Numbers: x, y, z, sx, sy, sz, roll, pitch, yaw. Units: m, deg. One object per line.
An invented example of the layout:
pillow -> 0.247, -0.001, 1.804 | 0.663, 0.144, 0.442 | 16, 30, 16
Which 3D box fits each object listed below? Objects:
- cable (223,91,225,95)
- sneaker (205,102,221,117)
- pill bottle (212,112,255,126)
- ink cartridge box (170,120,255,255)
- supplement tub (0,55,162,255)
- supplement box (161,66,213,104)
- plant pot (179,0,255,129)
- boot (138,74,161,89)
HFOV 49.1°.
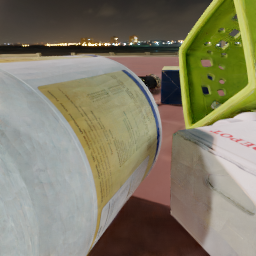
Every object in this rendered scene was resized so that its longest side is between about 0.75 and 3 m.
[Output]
cable -> 3.839, -0.850, 8.506 | 1.686, 0.525, 2.066 | -8, 34, -6
sneaker -> 2.493, -0.525, 7.968 | 0.795, 0.754, 1.936 | 6, 18, 16
pill bottle -> 2.423, 0.223, 4.949 | 1.876, 1.068, 1.068 | -7, 18, -22
ink cartridge box -> 2.245, 0.685, 3.118 | 2.959, 1.255, 2.155 | -5, 17, -22
supplement tub -> -0.953, 0.313, 2.935 | 2.065, 2.065, 2.859 | 7, 17, 21
supplement box -> 2.267, -1.724, 10.995 | 1.879, 1.261, 1.877 | 3, 17, 10
plant pot -> 2.766, -1.277, 6.214 | 2.315, 2.539, 2.552 | 5, -21, -14
boot -> 0.489, -2.299, 13.720 | 1.602, 0.779, 2.128 | -12, 24, -32
